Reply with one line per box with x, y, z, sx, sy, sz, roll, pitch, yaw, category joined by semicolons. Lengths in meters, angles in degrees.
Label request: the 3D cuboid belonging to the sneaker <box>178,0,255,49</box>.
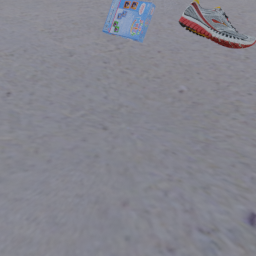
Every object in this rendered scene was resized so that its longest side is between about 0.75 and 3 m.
2.753;-3.107;8.416;2.363;0.971;0.920;29;14;9;sneaker

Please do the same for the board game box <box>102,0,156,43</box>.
-0.005;-3.596;9.259;1.620;1.226;0.297;26;10;33;board game box
